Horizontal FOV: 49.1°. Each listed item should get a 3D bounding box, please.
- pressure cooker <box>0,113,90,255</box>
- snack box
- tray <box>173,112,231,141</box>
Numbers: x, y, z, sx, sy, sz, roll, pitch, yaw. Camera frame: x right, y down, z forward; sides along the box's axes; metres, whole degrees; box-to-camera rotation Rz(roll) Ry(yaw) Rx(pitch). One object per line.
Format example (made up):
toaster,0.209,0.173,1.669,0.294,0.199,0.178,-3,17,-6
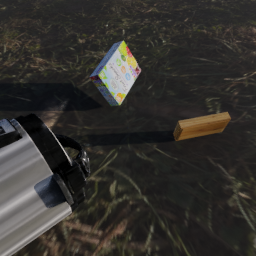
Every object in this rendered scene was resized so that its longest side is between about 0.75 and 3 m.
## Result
pressure cooker,-1.880,0.886,4.999,2.350,2.099,2.067,-31,72,-23
snack box,-0.328,-1.676,8.597,0.443,1.189,1.672,-3,46,41
tray,1.905,-0.028,7.281,1.353,0.667,0.251,-11,61,-10
